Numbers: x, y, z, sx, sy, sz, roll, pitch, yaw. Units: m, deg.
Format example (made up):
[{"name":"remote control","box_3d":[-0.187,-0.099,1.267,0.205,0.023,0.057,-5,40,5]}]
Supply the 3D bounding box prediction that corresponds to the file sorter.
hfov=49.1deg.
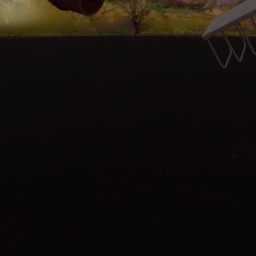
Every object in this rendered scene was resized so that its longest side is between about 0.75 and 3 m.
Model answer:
[{"name":"file sorter","box_3d":[3.432,-2.792,7.877,2.026,1.262,1.406,-19,27,43]}]

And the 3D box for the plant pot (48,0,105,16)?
[{"name":"plant pot","box_3d":[-1.382,-3.797,7.678,1.301,1.454,1.454,40,39,22]}]
